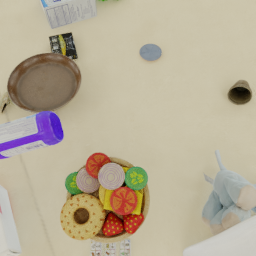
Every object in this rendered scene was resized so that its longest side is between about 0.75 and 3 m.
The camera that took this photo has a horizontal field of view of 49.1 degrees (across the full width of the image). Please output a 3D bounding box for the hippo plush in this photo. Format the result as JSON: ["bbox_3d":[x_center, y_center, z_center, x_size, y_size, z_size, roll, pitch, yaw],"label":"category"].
[{"bbox_3d":[3.267,2.154,7.763,1.922,1.904,2.390,18,18,-10],"label":"hippo plush"}]

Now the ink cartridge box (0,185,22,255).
[{"bbox_3d":[-4.558,2.900,7.365,2.824,1.197,2.056,-21,64,-12],"label":"ink cartridge box"}]

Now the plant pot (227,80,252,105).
[{"bbox_3d":[4.006,-1.336,9.961,0.809,0.809,0.702,21,47,11],"label":"plant pot"}]

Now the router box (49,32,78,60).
[{"bbox_3d":[-2.578,-3.211,11.154,0.954,0.317,1.213,-13,62,-7],"label":"router box"}]

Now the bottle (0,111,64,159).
[{"bbox_3d":[-2.798,0.281,6.569,2.442,1.020,0.797,-16,85,3],"label":"bottle"}]

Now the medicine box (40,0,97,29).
[{"bbox_3d":[-2.651,-5.528,11.959,2.138,1.101,1.948,-20,63,-11],"label":"medicine box"}]

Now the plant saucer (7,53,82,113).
[{"bbox_3d":[-2.849,-1.529,9.700,2.535,0.407,2.535,0,62,-1],"label":"plant saucer"}]

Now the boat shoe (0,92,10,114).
[{"bbox_3d":[-4.332,-0.927,9.935,0.300,0.333,0.922,25,70,6],"label":"boat shoe"}]

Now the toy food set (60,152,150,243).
[{"bbox_3d":[-0.503,1.628,6.583,2.062,0.502,2.041,7,76,2],"label":"toy food set"}]

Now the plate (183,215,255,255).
[{"bbox_3d":[2.860,3.743,6.225,0.482,2.980,2.974,-3,57,-38],"label":"plate"}]

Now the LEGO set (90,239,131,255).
[{"bbox_3d":[-0.507,2.886,7.964,1.126,0.370,1.507,-1,71,-4],"label":"LEGO set"}]

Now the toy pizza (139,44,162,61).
[{"bbox_3d":[0.899,-2.992,11.140,0.892,0.141,0.892,0,63,1],"label":"toy pizza"}]
